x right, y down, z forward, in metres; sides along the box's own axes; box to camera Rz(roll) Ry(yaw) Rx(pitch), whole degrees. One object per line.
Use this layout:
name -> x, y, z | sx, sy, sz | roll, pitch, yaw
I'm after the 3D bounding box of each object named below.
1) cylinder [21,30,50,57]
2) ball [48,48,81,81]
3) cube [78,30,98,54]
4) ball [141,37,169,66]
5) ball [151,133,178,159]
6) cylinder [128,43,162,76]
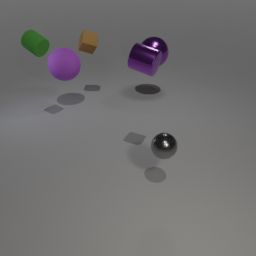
cylinder -> -3.247, -2.965, 9.813 | 0.700, 0.700, 0.700 | 36, 40, 14
ball -> -2.748, -2.743, 12.106 | 1.400, 1.400, 1.400 | 0, 29, 0
cube -> -1.809, -3.901, 12.718 | 0.700, 0.700, 0.700 | 10, -20, -23
ball -> 1.188, -3.531, 13.066 | 1.400, 1.400, 1.400 | 0, 29, 0
ball -> 0.945, 0.468, 7.327 | 0.700, 0.700, 0.700 | 0, 29, 0
cylinder -> 0.447, -1.808, 7.419 | 0.700, 0.700, 0.700 | 23, 35, 14
